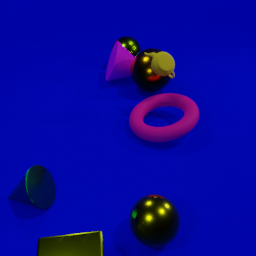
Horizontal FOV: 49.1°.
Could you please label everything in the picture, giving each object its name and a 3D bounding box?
[{"bbox_3d":[0.773,-1.890,9.154,1.400,1.400,1.400,0,36,0],"label":"ball"},{"bbox_3d":[-2.077,1.287,5.615,0.884,0.881,0.881,-20,32,18],"label":"cone"},{"bbox_3d":[0.905,-1.763,7.744,1.075,0.526,0.669,41,71,-11],"label":"teapot"},{"bbox_3d":[0.453,1.582,4.812,0.877,0.877,0.877,0,36,0],"label":"ball"},{"bbox_3d":[0.955,-0.322,7.576,1.885,0.377,1.885,-10,38,8],"label":"ring"},{"bbox_3d":[0.092,-2.181,9.971,1.422,1.417,1.417,13,33,-15],"label":"cone"},{"bbox_3d":[-0.058,-2.956,10.856,1.165,1.165,1.165,0,36,0],"label":"ball"},{"bbox_3d":[-0.765,2.105,3.949,0.900,0.900,0.900,-5,46,-7],"label":"cube"}]
